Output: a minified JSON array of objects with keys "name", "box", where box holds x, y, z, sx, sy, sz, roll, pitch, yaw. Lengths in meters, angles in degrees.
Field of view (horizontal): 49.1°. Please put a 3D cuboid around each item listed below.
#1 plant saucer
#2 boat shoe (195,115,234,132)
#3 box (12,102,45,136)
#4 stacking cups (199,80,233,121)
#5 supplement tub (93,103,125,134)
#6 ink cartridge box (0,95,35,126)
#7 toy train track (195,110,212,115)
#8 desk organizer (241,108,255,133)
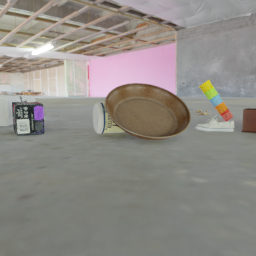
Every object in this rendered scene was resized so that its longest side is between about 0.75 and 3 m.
[{"name":"plant saucer","box":[0.464,-0.369,6.875,2.117,0.387,2.117,7,40,-6]},{"name":"boat shoe","box":[2.431,-0.142,7.862,1.054,0.449,0.389,2,8,16]},{"name":"box","box":[-2.722,-0.285,7.565,0.701,0.808,1.321,-4,9,-25]},{"name":"stacking cups","box":[3.254,-0.980,10.276,0.489,1.615,0.489,-33,-6,-4]},{"name":"supplement tub","box":[-0.318,-0.281,7.504,1.134,0.822,0.822,-3,8,-18]},{"name":"ink cartridge box","box":[-4.409,-0.645,9.677,1.658,0.972,2.264,0,9,4]},{"name":"toy train track","box":[3.537,-0.786,13.465,0.788,0.223,1.374,0,7,-1]},{"name":"desk organizer","box":[3.924,-0.173,7.417,1.633,0.629,0.585,5,9,32]}]
